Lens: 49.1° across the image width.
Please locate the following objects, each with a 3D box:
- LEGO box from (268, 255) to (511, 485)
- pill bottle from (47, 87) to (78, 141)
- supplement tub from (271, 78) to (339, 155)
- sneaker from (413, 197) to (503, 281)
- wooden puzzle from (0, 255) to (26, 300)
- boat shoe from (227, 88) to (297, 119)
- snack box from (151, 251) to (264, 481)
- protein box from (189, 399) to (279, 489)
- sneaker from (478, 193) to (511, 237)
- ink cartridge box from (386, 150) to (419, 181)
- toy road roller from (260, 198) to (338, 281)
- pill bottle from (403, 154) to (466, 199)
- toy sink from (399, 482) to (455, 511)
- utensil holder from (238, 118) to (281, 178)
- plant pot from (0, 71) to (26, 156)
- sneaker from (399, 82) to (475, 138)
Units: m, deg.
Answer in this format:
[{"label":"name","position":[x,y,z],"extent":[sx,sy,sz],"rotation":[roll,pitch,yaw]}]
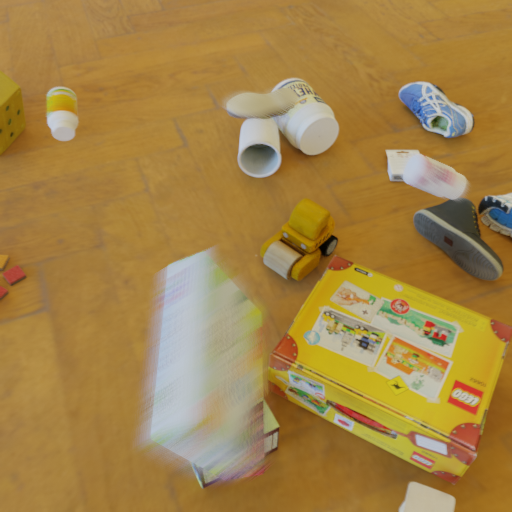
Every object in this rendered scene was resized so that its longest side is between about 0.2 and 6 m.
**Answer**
[{"label":"LEGO box","position":[2.178,1.720,9.206],"extent":[3.238,1.249,2.411],"rotation":[24,53,19]},{"label":"pill bottle","position":[-3.787,-2.758,10.955],"extent":[0.555,0.555,1.000],"rotation":[-9,61,-8]},{"label":"supplement tub","position":[1.139,-3.401,13.718],"extent":[1.252,1.252,1.727],"rotation":[-19,52,-16]},{"label":"sneaker","position":[4.384,-0.471,11.422],"extent":[1.146,0.807,2.158],"rotation":[-28,53,-19]},{"label":"wooden puzzle","position":[-5.990,0.850,10.673],"extent":[1.744,0.207,2.941],"rotation":[25,53,20]},{"label":"boat shoe","position":[0.093,-3.026,11.398],"extent":[1.550,0.461,0.557],"rotation":[-18,74,-23]},{"label":"snack box","position":[-0.550,1.443,7.435],"extent":[0.658,1.766,2.483],"rotation":[-19,48,21]},{"label":"protein box","position":[-0.537,2.578,8.690],"extent":[1.330,0.897,1.320],"rotation":[-22,52,-18]},{"label":"sneaker","position":[5.874,-0.585,11.521],"extent":[1.067,0.923,2.463],"rotation":[-21,52,-24]},{"label":"ink cartridge box","position":[3.538,-2.156,13.337],"extent":[0.814,0.240,1.017],"rotation":[0,43,1]},{"label":"toy road roller","position":[0.895,-0.401,11.137],"extent":[0.978,1.162,1.591],"rotation":[34,57,26]},{"label":"pill bottle","position":[2.954,-1.288,9.253],"extent":[0.914,0.518,0.518],"rotation":[18,47,-16]},{"label":"toy sink","position":[2.312,3.817,7.838],"extent":[0.655,0.563,1.005],"rotation":[16,56,14]},{"label":"utensil holder","position":[0.088,-2.603,13.208],"extent":[1.000,1.000,1.176],"rotation":[1,46,1]},{"label":"plant pot","position":[-6.736,-3.511,13.518],"extent":[1.712,1.941,1.942],"rotation":[20,50,1]},{"label":"sneaker","position":[4.472,-3.746,14.302],"extent":[0.846,0.831,2.196],"rotation":[-28,53,-27]}]
